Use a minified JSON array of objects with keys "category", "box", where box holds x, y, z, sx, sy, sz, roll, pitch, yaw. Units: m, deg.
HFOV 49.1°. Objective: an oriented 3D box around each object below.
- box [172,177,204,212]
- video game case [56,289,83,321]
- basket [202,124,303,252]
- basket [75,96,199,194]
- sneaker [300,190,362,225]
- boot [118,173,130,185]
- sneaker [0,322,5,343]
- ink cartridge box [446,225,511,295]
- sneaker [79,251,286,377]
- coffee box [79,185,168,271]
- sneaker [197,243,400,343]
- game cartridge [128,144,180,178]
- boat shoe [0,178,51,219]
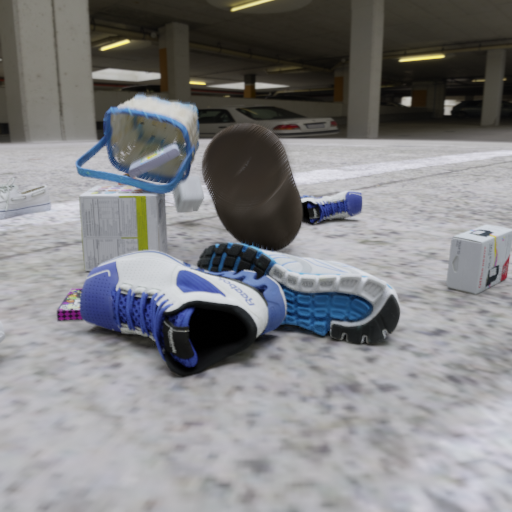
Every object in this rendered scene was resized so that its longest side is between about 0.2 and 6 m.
[{"category":"box","box":[-1.663,-1.502,13.679,0.560,0.654,0.651,-5,-24,-24]},{"category":"video game case","box":[-2.254,0.686,8.159,1.063,0.190,0.963,-1,15,-5]},{"category":"basket","box":[-0.096,-1.308,10.231,1.701,2.255,2.501,-31,-10,0]},{"category":"basket","box":[-2.047,-2.016,10.607,1.937,1.528,2.196,16,42,13]},{"category":"sneaker","box":[1.742,-1.145,14.116,1.861,0.752,1.075,-4,18,13]},{"category":"boot","box":[-3.507,-1.777,15.593,0.772,1.104,2.059,-5,14,-12]},{"category":"sneaker","box":[-4.041,0.649,6.356,2.395,1.190,0.933,2,15,9]},{"category":"ink cartridge box","box":[3.672,0.049,9.168,1.225,0.893,0.507,-16,23,-43]},{"category":"sneaker","box":[-1.029,0.640,6.679,2.604,1.052,1.504,5,14,12]},{"category":"coffee box","box":[-2.420,-0.554,10.428,1.370,1.385,1.383,-1,14,-2]},{"category":"sneaker","box":[0.576,0.459,7.756,2.887,1.082,1.251,14,13,18]},{"category":"game cartridge","box":[-1.795,-1.670,9.831,0.949,0.192,0.633,-26,25,0]},{"category":"boat shoe","box":[-6.583,-1.587,14.978,0.879,1.014,2.378,11,19,36]}]
